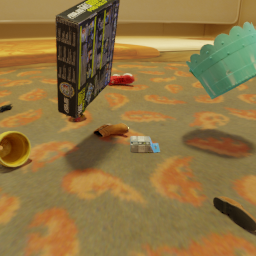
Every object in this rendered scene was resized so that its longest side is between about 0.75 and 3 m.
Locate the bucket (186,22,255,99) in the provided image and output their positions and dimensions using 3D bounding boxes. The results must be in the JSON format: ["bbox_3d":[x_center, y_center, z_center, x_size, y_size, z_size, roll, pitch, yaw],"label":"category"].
[{"bbox_3d":[3.145,-1.996,8.747,2.281,1.484,2.281,-27,-4,-2],"label":"bucket"}]

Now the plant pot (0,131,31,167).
[{"bbox_3d":[-3.603,0.615,8.369,0.971,1.032,1.032,-1,17,42],"label":"plant pot"}]

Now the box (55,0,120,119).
[{"bbox_3d":[-1.155,-2.109,8.182,0.657,2.968,2.378,22,44,12],"label":"box"}]

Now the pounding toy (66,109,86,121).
[{"bbox_3d":[-2.109,-0.555,11.825,0.850,0.511,1.101,-24,1,-23],"label":"pounding toy"}]

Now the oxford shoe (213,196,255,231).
[{"bbox_3d":[2.440,1.824,6.189,0.409,0.409,1.147,-7,22,-26],"label":"oxford shoe"}]

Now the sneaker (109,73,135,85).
[{"bbox_3d":[-0.540,-2.828,16.963,1.817,0.712,1.050,5,29,43],"label":"sneaker"}]

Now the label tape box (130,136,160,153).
[{"bbox_3d":[0.559,0.535,9.306,0.959,0.317,0.687,-1,23,1],"label":"label tape box"}]

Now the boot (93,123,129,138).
[{"bbox_3d":[-0.619,0.098,10.157,1.136,0.435,0.882,14,26,34],"label":"boot"}]

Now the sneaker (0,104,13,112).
[{"bbox_3d":[-5.572,-0.926,12.827,0.414,0.238,0.794,-7,20,-3],"label":"sneaker"}]
